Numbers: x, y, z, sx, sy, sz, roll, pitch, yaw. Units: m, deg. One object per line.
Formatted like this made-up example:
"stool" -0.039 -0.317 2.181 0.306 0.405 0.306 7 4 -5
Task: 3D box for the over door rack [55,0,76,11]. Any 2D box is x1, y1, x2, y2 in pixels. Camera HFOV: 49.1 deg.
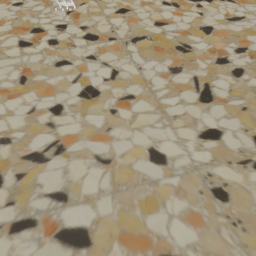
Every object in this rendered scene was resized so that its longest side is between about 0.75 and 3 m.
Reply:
"over door rack" -1.628 -3.163 6.432 0.697 0.943 0.314 23 52 40
